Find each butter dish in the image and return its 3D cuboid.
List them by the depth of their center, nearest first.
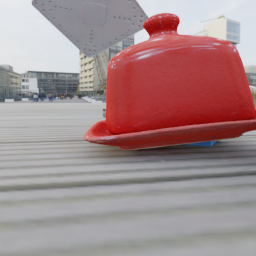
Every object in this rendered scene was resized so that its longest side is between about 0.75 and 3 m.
[{"bbox_3d":[0.703,-0.917,5.057,2.965,2.198,2.973,-6,6,0],"label":"butter dish"}]

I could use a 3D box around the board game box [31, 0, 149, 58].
[{"bbox_3d":[-0.999,-3.406,8.130,2.518,0.326,2.518,-20,-38,29],"label":"board game box"}]

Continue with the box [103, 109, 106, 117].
[{"bbox_3d":[-0.172,-0.667,12.388,1.601,0.401,1.613,-2,6,-19],"label":"box"}]

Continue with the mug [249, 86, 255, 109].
[{"bbox_3d":[5.212,-0.852,11.757,1.334,1.665,1.367,-34,-22,29],"label":"mug"}]

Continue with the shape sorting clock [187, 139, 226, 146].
[{"bbox_3d":[1.235,0.142,5.467,1.306,0.256,1.306,0,6,0],"label":"shape sorting clock"}]
